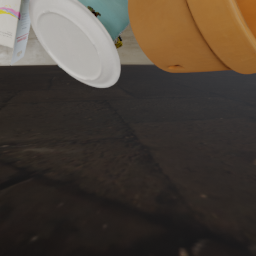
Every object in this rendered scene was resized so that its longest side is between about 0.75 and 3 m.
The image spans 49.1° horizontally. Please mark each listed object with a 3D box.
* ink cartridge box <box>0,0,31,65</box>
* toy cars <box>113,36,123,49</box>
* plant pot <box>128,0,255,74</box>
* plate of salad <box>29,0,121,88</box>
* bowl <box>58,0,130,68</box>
[{"bbox_3d":[-3.164,-3.034,7.587,0.787,2.337,1.369,16,23,-10],"label":"ink cartridge box"},{"bbox_3d":[-0.458,-3.727,9.824,1.232,2.748,0.608,-1,54,-20],"label":"toy cars"},{"bbox_3d":[1.290,-2.075,4.592,2.743,2.743,1.920,-15,3,-43],"label":"plant pot"},{"bbox_3d":[-1.137,-1.921,6.237,2.481,2.481,0.596,13,55,39],"label":"plate of salad"},{"bbox_3d":[-1.353,-3.152,7.841,2.802,1.466,2.802,-26,37,21],"label":"bowl"}]
